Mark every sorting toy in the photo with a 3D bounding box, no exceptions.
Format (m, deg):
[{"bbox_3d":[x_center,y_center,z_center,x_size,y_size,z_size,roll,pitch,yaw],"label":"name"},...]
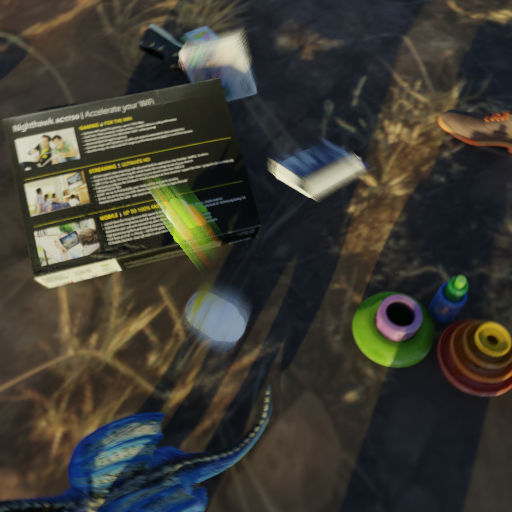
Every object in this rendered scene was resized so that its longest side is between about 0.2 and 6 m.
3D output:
[{"bbox_3d":[2.839,1.060,8.565,2.574,1.057,1.547,20,59,13],"label":"sorting toy"}]

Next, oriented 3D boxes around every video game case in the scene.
[{"bbox_3d":[-0.679,-3.374,10.313,1.082,1.189,0.141,-10,48,13],"label":"video game case"}]

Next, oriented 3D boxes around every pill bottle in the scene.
[{"bbox_3d":[-0.607,0.939,8.475,0.586,0.586,1.046,-35,27,-20],"label":"pill bottle"}]

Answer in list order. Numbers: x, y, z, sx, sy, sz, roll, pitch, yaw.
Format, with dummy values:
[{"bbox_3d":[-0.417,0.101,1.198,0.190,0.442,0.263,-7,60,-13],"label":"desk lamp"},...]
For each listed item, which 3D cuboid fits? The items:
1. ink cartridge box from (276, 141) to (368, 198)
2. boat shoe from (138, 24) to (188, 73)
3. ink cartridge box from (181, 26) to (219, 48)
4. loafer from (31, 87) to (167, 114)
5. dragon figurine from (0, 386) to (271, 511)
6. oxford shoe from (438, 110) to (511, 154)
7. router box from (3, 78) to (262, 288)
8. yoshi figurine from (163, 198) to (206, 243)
[{"bbox_3d":[1.143,-1.530,9.371,0.780,0.308,1.569,34,48,31],"label":"ink cartridge box"},{"bbox_3d":[-1.693,-4.327,12.343,2.048,0.749,0.642,34,90,13],"label":"boat shoe"},{"bbox_3d":[-1.270,-4.966,12.932,0.553,0.316,1.066,-28,61,-17],"label":"ink cartridge box"},{"bbox_3d":[-2.615,-2.380,10.907,3.402,1.242,1.214,-14,91,-11],"label":"loafer"},{"bbox_3d":[-1.470,2.787,6.777,4.370,2.173,1.286,-22,60,-14],"label":"dragon figurine"},{"bbox_3d":[4.778,-2.632,11.125,2.186,0.793,0.778,16,58,10],"label":"oxford shoe"},{"bbox_3d":[-2.068,-1.282,9.616,3.771,0.963,2.813,-13,80,-9],"label":"router box"},{"bbox_3d":[-0.905,-0.474,7.429,0.536,0.957,0.538,-8,78,5],"label":"yoshi figurine"}]
